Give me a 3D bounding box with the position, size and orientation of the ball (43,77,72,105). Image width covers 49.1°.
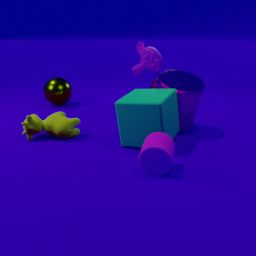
[{"bbox_3d":[-2.813,-1.476,11.251,1.136,1.136,1.136,0,19,0],"label":"ball"}]

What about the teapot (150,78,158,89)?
[{"bbox_3d":[1.300,-1.446,11.066,0.848,1.077,1.732,10,64,12],"label":"teapot"}]

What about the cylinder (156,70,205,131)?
[{"bbox_3d":[1.451,-0.826,8.357,1.357,1.357,1.357,5,39,-4],"label":"cylinder"}]

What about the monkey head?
[{"bbox_3d":[0.802,-2.752,11.857,1.304,1.813,1.093,-34,11,15],"label":"monkey head"}]

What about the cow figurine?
[{"bbox_3d":[-2.199,-0.034,7.936,1.351,0.742,1.329,18,24,30],"label":"cow figurine"}]

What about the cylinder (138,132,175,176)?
[{"bbox_3d":[0.639,0.553,6.090,0.710,0.710,0.710,4,26,13],"label":"cylinder"}]

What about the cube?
[{"bbox_3d":[0.552,-0.275,7.378,1.238,1.238,1.238,3,24,27],"label":"cube"}]
